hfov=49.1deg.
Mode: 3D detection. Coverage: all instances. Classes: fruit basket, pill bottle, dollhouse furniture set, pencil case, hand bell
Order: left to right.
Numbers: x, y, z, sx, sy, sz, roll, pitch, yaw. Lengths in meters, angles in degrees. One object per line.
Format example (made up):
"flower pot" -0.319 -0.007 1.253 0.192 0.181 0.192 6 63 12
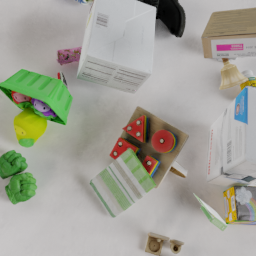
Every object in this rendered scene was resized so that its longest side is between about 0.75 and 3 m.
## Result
"fruit basket" -3.264 -0.584 9.479 2.462 1.775 2.462 -6 60 11
"pencil case" -2.030 -2.863 11.031 1.533 0.663 0.634 -9 98 -3
"dollhouse furniture set" 1.104 3.893 7.951 1.375 1.178 1.446 14 68 6
"hand bell" 3.023 -2.162 8.760 0.901 0.901 1.731 -24 98 -9
"pill bottle" 4.547 -1.557 10.469 0.650 0.650 1.153 -5 68 -2

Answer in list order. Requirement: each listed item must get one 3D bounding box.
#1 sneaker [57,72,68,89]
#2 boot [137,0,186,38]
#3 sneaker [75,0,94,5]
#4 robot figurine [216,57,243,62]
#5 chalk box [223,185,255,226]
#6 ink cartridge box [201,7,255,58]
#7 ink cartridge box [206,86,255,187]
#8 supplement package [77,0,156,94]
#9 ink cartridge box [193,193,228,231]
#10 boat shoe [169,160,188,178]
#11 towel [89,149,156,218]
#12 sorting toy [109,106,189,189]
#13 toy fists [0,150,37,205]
"sneaker" -2.652 -1.427 10.469 0.665 0.603 1.566 -5 68 3
"boot" 1.133 -4.687 11.534 1.977 0.995 2.644 -6 57 -10
"sneaker" -2.165 -5.936 12.106 2.505 0.948 0.965 3 64 3
"robot figurine" 3.949 -3.202 11.046 1.483 0.837 1.258 21 102 8
"chalk box" 3.975 2.422 8.634 1.711 1.059 1.064 4 66 1
"ink cartridge box" 2.935 -2.456 7.182 1.781 0.669 1.468 6 48 28
"ink cartridge box" 3.436 0.450 8.411 1.256 2.926 2.143 10 68 2
"supplement package" -0.403 -3.116 10.229 2.296 1.635 2.949 13 66 -17
"ink cartridge box" 1.900 2.001 6.687 0.877 0.638 0.210 38 96 -13
"boat shoe" 1.280 0.854 9.455 2.002 0.709 0.694 39 73 16
"towel" -0.197 1.751 8.777 1.930 0.296 1.439 -41 75 21
"sorting toy" 0.538 0.567 8.961 2.006 0.698 1.994 32 97 25
"toy fists" -3.666 1.558 9.219 0.929 0.627 1.823 -29 69 -12
